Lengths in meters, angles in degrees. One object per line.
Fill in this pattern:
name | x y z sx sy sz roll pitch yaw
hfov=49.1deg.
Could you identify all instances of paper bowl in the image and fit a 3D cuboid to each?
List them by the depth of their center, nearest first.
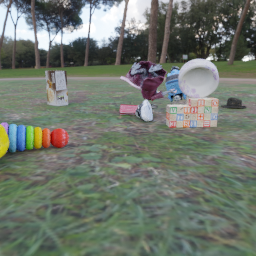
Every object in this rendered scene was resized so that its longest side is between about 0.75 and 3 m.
paper bowl | 2.713 -1.970 10.844 1.502 1.502 0.781 2 42 9

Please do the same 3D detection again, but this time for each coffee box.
coffee box | -4.233 -2.388 16.664 1.165 2.037 0.812 13 18 43

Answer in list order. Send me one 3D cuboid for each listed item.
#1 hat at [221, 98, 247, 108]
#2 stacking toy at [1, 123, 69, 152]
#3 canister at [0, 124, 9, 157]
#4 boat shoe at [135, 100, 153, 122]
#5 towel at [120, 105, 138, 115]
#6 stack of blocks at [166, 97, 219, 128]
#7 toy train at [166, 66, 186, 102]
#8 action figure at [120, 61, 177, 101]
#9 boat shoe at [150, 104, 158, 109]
hat | 6.032 -1.447 15.943 1.384 0.558 1.384 0 14 0
stacking toy | -2.790 0.312 8.097 2.133 0.911 0.911 2 12 -20
canister | -4.341 0.347 6.801 2.378 1.029 1.766 10 31 29
boat shoe | 0.663 -0.708 12.692 0.666 0.705 1.964 -30 20 16
towel | 0.275 -0.922 14.448 1.403 0.218 1.940 2 15 -1
stack of blocks | 2.549 -0.628 11.201 1.936 1.115 0.567 -1 13 -4
toy train | 2.346 -2.164 13.545 0.935 1.232 2.157 -10 34 18
action figure | 0.793 -1.450 10.188 1.410 2.104 1.567 39 74 22
boat shoe | 1.265 -1.202 15.529 0.773 0.286 0.233 7 8 -5
